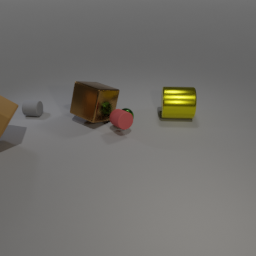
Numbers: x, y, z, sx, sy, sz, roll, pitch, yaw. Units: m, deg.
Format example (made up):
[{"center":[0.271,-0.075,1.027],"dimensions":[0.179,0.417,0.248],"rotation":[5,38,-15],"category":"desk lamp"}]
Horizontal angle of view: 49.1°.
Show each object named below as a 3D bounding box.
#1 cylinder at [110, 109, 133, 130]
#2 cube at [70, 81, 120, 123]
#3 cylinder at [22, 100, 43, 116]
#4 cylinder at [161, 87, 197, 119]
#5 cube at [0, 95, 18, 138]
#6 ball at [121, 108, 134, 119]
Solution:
[{"center":[-0.264,-0.355,11.100],"dimensions":[0.700,0.700,0.700],"rotation":[-17,24,-29],"category":"cylinder"},{"center":[-1.423,-1.145,11.995],"dimensions":[1.400,1.400,1.400],"rotation":[22,18,30],"category":"cube"},{"center":[-4.317,-0.896,12.694],"dimensions":[0.700,0.700,0.700],"rotation":[4,29,8],"category":"cylinder"},{"center":[2.199,-1.111,12.342],"dimensions":[1.400,1.400,1.400],"rotation":[1,29,3],"category":"cylinder"},{"center":[-4.991,-0.388,9.959],"dimensions":[1.400,1.400,1.400],"rotation":[30,15,-19],"category":"cube"},{"center":[-0.093,-0.502,11.977],"dimensions":[0.700,0.700,0.700],"rotation":[0,29,0],"category":"ball"}]
